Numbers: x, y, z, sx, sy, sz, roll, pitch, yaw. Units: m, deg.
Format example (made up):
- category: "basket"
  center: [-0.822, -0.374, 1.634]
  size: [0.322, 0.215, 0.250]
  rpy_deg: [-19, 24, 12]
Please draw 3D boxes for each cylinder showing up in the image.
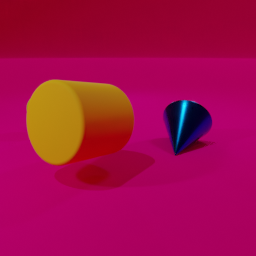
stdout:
- category: "cylinder"
  center: [-0.756, -0.114, 4.621]
  size: [1.273, 1.273, 1.273]
  rpy_deg: [11, 10, 34]

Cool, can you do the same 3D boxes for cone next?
- category: "cone"
  center: [1.155, 0.182, 6.057]
  size: [1.137, 1.137, 1.141]
  rpy_deg: [7, 43, 22]

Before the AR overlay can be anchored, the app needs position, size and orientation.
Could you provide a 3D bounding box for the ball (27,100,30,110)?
- category: "ball"
  center: [-2.078, -0.468, 6.811]
  size: [0.725, 0.725, 0.725]
  rpy_deg: [0, 15, 0]
